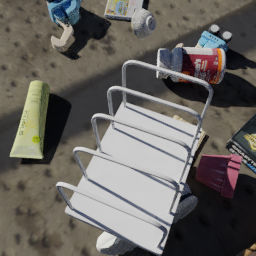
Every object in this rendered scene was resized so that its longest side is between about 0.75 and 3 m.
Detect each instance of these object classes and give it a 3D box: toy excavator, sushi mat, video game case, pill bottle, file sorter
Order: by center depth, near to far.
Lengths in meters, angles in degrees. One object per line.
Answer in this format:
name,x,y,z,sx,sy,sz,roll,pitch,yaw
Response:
file sorter,0.227,0.479,5.408,2.035,1.826,2.933,19,62,12
sushi mat,1.225,0.726,7.793,1.073,0.136,2.243,30,68,12
pill bottle,1.879,-1.917,8.545,1.931,1.058,1.058,3,64,2
toy excavator,2.461,-2.666,9.178,1.391,0.714,1.430,36,78,17
toy excavator,-2.166,-3.776,9.603,1.864,0.958,1.917,-37,79,-15
video game case,-0.105,-4.570,10.328,1.294,0.163,1.422,8,66,4

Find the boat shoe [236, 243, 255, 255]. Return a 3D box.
boat shoe,3.216,2.899,6.305,2.303,0.811,0.810,-36,44,-7

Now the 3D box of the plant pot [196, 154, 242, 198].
plant pot,2.304,1.135,7.163,0.967,1.080,1.080,13,64,23

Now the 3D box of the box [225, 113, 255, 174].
box,4.242,0.629,7.588,1.961,0.567,2.467,-40,71,-17

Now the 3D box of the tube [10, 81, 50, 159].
tube,-2.702,-0.244,8.050,0.665,0.595,2.292,-12,63,37

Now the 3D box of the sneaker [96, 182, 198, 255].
sneaker,0.358,2.065,6.759,2.617,1.000,1.053,-27,58,-13

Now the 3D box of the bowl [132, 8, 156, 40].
bowl,0.519,-2.893,7.779,0.391,0.834,0.834,15,60,43
